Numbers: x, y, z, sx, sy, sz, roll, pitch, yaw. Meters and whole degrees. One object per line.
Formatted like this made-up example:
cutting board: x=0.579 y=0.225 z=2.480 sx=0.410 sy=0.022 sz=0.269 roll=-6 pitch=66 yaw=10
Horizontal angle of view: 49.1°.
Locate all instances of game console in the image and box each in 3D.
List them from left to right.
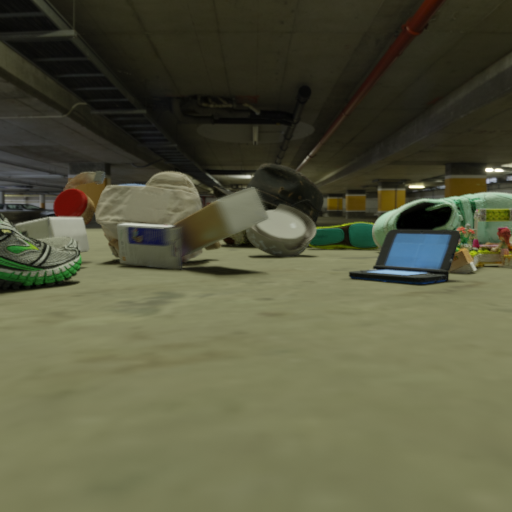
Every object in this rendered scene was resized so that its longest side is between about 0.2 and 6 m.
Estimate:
game console: x=1.702 y=-0.011 z=6.487 sx=0.856 sy=0.593 sz=1.002 roll=-2 pitch=3 yaw=-42

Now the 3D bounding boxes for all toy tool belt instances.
toy tool belt: x=-1.967 y=-0.484 z=9.538 sx=2.533 sy=1.581 sz=1.556 roll=2 pitch=-24 yaw=14

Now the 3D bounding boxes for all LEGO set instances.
LEGO set: x=3.330 y=-0.254 z=8.039 sx=2.342 sy=0.872 sz=1.077 roll=-2 pitch=4 yaw=-28

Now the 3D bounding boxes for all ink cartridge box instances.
ink cartridge box: x=-3.184 y=-0.181 z=7.945 sx=1.280 sy=0.543 sz=0.932 roll=-9 pitch=2 yaw=14
ink cartridge box: x=-1.511 y=-0.149 z=8.135 sx=1.264 sy=0.598 sz=0.234 roll=5 pitch=13 yaw=36

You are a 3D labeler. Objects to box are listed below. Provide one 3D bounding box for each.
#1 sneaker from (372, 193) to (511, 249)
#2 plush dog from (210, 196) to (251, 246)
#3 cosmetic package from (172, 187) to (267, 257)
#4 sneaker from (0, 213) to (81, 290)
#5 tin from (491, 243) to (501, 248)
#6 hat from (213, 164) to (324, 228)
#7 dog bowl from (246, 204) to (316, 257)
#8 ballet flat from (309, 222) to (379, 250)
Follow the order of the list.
sneaker: x=4.152 y=-0.645 z=11.279 sx=3.301 sy=1.215 sz=1.947 roll=-10 pitch=-2 yaw=1
plush dog: x=-0.547 y=-0.797 z=15.559 sx=1.718 sy=1.379 sz=1.476 roll=6 pitch=-19 yaw=48
cosmetic package: x=-0.562 y=-0.455 z=7.815 sx=0.721 sy=0.487 sz=1.371 roll=-25 pitch=2 yaw=-40
sneaker: x=-2.495 y=-0.079 z=5.604 sx=0.767 sy=0.837 sz=1.965 roll=1 pitch=3 yaw=23
tin: x=5.110 y=-0.111 z=10.808 sx=0.780 sy=0.292 sz=1.393 roll=-5 pitch=5 yaw=-14
hat: x=0.743 y=-1.646 z=15.736 sx=3.803 sy=1.534 sz=3.803 roll=23 pitch=-2 yaw=1
dog bowl: x=0.445 y=-0.491 z=10.885 sx=1.389 sy=0.407 sz=1.389 roll=10 pitch=36 yaw=-7
ballet flat: x=2.153 y=-0.424 z=13.260 sx=1.952 sy=0.652 sz=0.654 roll=-1 pitch=-11 yaw=10
